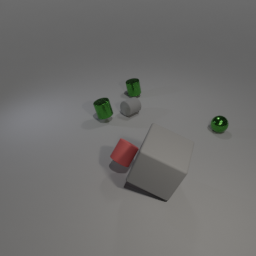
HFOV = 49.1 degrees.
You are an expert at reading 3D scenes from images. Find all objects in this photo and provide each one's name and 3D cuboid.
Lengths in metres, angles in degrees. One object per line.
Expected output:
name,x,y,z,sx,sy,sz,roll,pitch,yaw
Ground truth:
cylinder,0.123,-0.966,12.612,0.700,0.700,0.700,-26,40,-38
cube,0.957,0.990,8.320,1.400,1.400,1.400,25,40,3
cylinder,-0.115,0.801,9.097,0.700,0.700,0.700,30,2,-1
ball,3.714,-0.160,11.367,0.700,0.700,0.700,0,32,0
cylinder,-1.053,-0.838,11.959,0.700,0.700,0.700,-13,30,8
cylinder,0.277,-2.052,14.119,0.700,0.700,0.700,-9,32,6
